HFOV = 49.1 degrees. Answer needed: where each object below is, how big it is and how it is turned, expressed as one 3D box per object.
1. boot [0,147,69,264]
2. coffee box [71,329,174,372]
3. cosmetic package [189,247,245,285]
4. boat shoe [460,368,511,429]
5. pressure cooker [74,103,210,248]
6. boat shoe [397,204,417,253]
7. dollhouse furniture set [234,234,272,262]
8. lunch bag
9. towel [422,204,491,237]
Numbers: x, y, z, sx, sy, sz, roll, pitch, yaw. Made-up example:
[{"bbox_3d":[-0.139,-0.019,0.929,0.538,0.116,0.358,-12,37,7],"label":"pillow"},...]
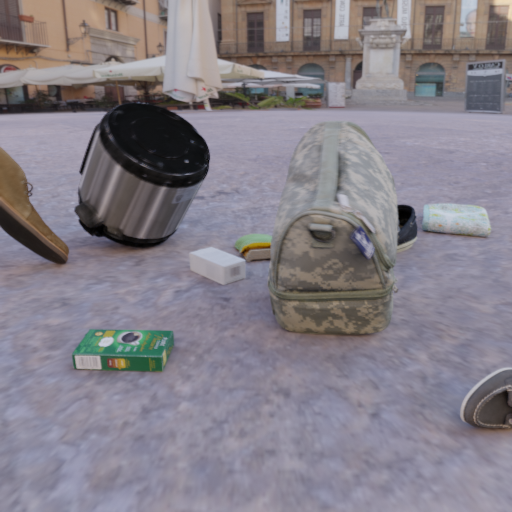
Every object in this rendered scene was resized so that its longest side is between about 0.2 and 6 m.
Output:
[{"bbox_3d":[-4.456,-1.035,10.478,1.061,2.883,1.088,-13,36,47],"label":"boot"},{"bbox_3d":[-1.749,1.254,7.468,1.199,0.264,0.737,0,19,2],"label":"coffee box"},{"bbox_3d":[-0.730,0.177,10.447,0.538,0.378,1.062,-16,25,-37],"label":"cosmetic package"},{"bbox_3d":[3.033,1.545,6.117,1.786,0.597,0.509,-6,15,-27],"label":"boat shoe"},{"bbox_3d":[-2.484,-1.500,11.826,2.391,2.718,2.428,13,45,-22],"label":"pressure cooker"},{"bbox_3d":[2.362,-0.427,11.316,1.119,0.934,2.999,24,30,36],"label":"boat shoe"},{"bbox_3d":[0.772,-0.548,11.705,2.442,0.943,1.220,-4,19,-11],"label":"dollhouse furniture set"},{"bbox_3d":[1.126,-0.455,8.278,1.897,2.283,2.722,-1,41,13],"label":"lunch bag"},{"bbox_3d":[4.817,-0.906,13.569,1.514,0.426,1.769,5,20,17],"label":"towel"}]
